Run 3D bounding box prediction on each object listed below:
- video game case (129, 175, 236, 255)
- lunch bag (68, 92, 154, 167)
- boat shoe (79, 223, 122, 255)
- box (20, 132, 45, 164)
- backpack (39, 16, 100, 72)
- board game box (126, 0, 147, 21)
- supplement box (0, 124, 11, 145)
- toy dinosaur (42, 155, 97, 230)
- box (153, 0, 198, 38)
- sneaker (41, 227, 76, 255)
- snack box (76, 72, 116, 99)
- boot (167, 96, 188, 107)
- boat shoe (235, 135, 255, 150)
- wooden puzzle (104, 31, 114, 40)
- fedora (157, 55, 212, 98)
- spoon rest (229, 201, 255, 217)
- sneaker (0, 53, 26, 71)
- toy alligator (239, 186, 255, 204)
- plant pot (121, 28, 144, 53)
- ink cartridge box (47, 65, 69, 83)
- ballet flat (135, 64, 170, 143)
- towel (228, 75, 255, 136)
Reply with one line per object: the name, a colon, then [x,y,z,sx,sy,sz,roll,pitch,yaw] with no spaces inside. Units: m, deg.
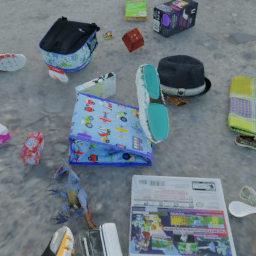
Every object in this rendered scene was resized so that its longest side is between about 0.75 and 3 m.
video game case: [1.248,2.165,6.882,2.371,0.273,2.161,3,47,1]
lunch bag: [-0.339,0.109,8.343,2.606,1.226,1.962,7,44,-6]
boat shoe: [-0.441,3.269,5.484,1.002,1.018,2.825,-16,38,-3]
box: [-2.788,0.592,8.239,0.424,0.443,0.889,2,47,2]
backpack: [-2.294,-3.087,10.953,1.895,1.522,2.071,16,54,14]
board game box: [0.417,-6.354,14.896,1.085,0.340,2.271,1,49,0]
supplement box: [-4.158,0.091,8.713,0.876,0.443,0.453,25,51,22]
toy dinosaur: [-1.464,1.700,7.224,1.020,1.942,1.762,-35,20,11]
box: [2.226,-5.270,13.254,1.948,1.191,1.033,-30,53,-25]
sneaker: [-1.849,3.251,5.295,1.129,1.144,2.923,8,48,14]
snack box: [-1.087,-1.299,9.745,1.462,0.849,0.271,-28,54,-25]
boot: [1.930,-1.141,9.949,0.997,0.367,0.771,-25,49,-7]
boat shoe: [3.810,0.406,8.449,1.057,0.391,0.390,5,47,5]
wooden puzzle: [-0.899,-4.402,13.203,0.515,0.089,0.763,-9,47,-8]
fedora: [1.866,-1.974,10.037,2.327,1.063,2.327,1,36,-1]
spoon rest: [2.955,2.063,6.980,0.859,0.260,0.427,10,48,8]
sneaker: [-5.112,-2.726,11.196,1.996,0.769,0.817,-10,41,-11]
toy alligator: [3.420,2.615,6.154,0.798,0.872,2.942,26,34,-35]
plant pot: [0.245,-3.815,11.924,0.757,0.667,0.756,-31,87,-9]
ink cartridge box: [-2.556,-1.936,10.088,0.651,0.803,0.201,21,81,10]
ballet flat: [0.656,-0.681,8.364,0.907,0.907,2.529,-4,71,-4]
towel: [4.553,-0.783,9.613,2.134,0.338,2.972,14,48,12]
